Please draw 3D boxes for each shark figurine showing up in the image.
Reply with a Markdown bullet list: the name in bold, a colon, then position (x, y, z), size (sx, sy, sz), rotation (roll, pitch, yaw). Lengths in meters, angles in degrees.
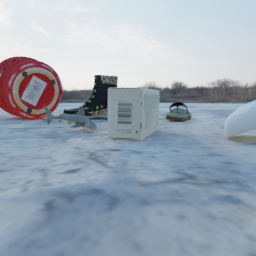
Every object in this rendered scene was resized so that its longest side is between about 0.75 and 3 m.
- **shark figurine**: position (-1.616, -0.358, 8.221), size (1.559, 0.651, 0.932), rotation (13, 10, -3)

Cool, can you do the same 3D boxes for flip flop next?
- **flip flop**: position (2.214, -0.764, 12.410), size (1.100, 0.781, 2.714), rotation (2, 7, 18)

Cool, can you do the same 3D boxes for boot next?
- **boot**: position (-1.614, -1.383, 12.604), size (2.602, 1.965, 0.939), rotation (-1, 6, -7)

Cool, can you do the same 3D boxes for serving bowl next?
- **serving bowl**: position (3.081, -0.352, 6.530), size (1.829, 0.602, 1.829), rotation (-19, -8, -3)

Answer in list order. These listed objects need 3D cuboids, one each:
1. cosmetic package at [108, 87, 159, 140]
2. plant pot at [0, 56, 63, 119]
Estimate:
- **cosmetic package**: position (0.237, -0.442, 7.465), size (0.871, 1.234, 2.383), rotation (3, 6, 14)
- **plant pot**: position (-4.591, -1.805, 12.963), size (2.904, 2.904, 2.645), rotation (-5, 16, -38)
